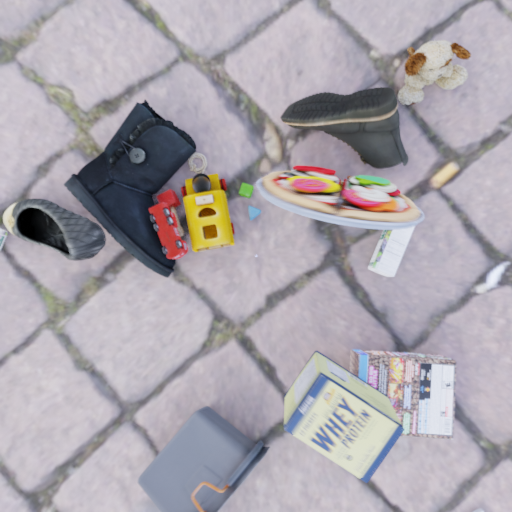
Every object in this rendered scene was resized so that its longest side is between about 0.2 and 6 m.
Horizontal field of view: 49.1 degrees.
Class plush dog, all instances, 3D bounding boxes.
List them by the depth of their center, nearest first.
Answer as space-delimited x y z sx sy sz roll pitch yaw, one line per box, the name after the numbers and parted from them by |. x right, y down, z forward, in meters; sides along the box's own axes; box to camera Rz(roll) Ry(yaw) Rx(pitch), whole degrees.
3.381 -3.746 10.844 1.441 1.237 1.156 -21 87 -1 | plush dog

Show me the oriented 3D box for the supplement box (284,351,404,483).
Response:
1.388 2.593 9.336 1.580 1.578 1.060 33 96 1 | supplement box

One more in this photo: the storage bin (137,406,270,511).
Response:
-1.064 3.951 10.307 1.485 1.609 2.211 40 88 11 | storage bin

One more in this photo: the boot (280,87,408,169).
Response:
1.738 -2.327 10.995 2.324 1.608 0.900 8 55 36 | boot

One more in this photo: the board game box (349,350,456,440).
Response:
2.731 2.593 10.636 1.827 0.885 1.457 4 87 0 | board game box

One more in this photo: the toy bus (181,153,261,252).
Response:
-0.958 -0.959 10.825 1.836 0.949 1.732 33 87 2 | toy bus

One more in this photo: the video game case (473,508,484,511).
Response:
3.965 5.900 10.795 1.607 0.177 1.465 -25 87 -1 | video game case

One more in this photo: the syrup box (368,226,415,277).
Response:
2.663 -0.201 11.009 0.477 0.461 1.171 22 87 -1 | syrup box

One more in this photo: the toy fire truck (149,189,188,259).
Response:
-1.615 -0.603 10.652 0.347 1.005 1.425 -24 83 12 | toy fire truck

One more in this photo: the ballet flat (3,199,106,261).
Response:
-3.919 -0.529 10.422 2.706 0.769 0.899 14 112 33 | ballet flat

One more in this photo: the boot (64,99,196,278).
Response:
-1.969 -1.324 10.761 2.839 1.084 2.386 45 92 9 | boot

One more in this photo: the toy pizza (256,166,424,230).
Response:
1.493 -1.147 9.879 2.978 2.978 0.472 10 110 1 | toy pizza

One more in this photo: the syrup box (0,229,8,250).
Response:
-5.600 -0.494 11.023 1.205 0.491 0.474 22 87 1 | syrup box
